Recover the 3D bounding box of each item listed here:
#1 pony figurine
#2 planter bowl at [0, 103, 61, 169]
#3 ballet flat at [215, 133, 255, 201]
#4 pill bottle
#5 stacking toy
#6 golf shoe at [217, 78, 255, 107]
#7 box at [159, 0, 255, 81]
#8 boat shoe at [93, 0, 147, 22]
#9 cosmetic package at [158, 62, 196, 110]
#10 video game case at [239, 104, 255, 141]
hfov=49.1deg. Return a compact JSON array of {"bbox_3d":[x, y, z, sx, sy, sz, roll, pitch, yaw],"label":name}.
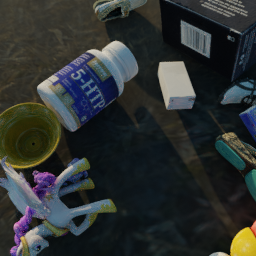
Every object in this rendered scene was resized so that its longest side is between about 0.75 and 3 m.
[{"bbox_3d":[-1.778,1.634,6.206,2.340,1.948,2.258,-27,77,-28],"label":"pony figurine"},{"bbox_3d":[-2.526,0.297,7.200,1.772,0.738,1.772,0,66,1],"label":"planter bowl"},{"bbox_3d":[3.100,0.971,6.945,0.822,0.741,2.184,-22,64,-20],"label":"ballet flat"},{"bbox_3d":[-0.985,-1.194,7.475,2.459,1.472,1.472,-41,72,-17],"label":"pill bottle"},{"bbox_3d":[2.869,2.601,5.842,2.738,2.000,2.000,-20,66,10],"label":"stacking toy"},{"bbox_3d":[3.482,-0.890,7.735,1.974,0.767,0.933,-16,66,-6],"label":"golf shoe"},{"bbox_3d":[2.874,-3.223,7.989,2.808,1.649,2.762,-38,56,-15],"label":"box"},{"bbox_3d":[-0.189,-3.962,9.230,1.819,0.680,0.622,-18,72,0],"label":"boat shoe"},{"bbox_3d":[1.322,-1.204,7.815,0.736,0.536,1.447,-3,53,-5],"label":"cosmetic package"},{"bbox_3d":[4.029,-0.016,7.208,1.634,0.410,1.802,-32,89,-14],"label":"video game case"}]
